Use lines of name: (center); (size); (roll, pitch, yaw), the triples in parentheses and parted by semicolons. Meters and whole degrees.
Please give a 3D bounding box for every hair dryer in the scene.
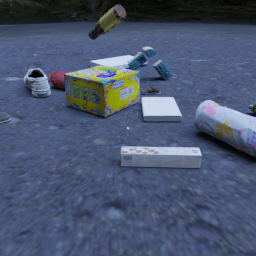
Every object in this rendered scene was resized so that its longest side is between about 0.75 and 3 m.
hair dryer: (-2.502, -2.301, 12.714); (2.086, 0.744, 2.739); (-6, 27, -16)

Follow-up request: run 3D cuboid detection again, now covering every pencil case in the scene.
pencil case: (2.892, 0.000, 7.539); (1.048, 0.960, 2.310); (-8, 26, -33)

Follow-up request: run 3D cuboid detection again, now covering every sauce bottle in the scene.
sauce bottle: (-0.778, -3.666, 9.867); (1.667, 0.550, 0.550); (-20, 5, 45)

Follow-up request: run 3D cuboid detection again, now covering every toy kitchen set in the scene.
toy kitchen set: (0.754, -2.523, 13.304); (2.227, 1.784, 1.312); (-37, 26, 7)

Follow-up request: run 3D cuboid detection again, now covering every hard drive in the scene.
hard drive: (-0.543, -3.752, 16.239); (2.862, 0.363, 1.888); (-19, 31, -35)
hard drive: (1.124, -0.685, 9.824); (1.224, 0.244, 1.856); (0, 25, 0)

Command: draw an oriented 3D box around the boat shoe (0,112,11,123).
boat shoe: (-4.604, -0.403, 8.979); (1.583, 0.451, 0.529); (-2, 25, -5)

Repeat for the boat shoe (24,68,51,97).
boat shoe: (-4.001, -2.137, 12.145); (0.993, 0.907, 2.760); (-10, 27, -19)

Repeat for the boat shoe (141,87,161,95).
boat shoe: (0.946, -1.566, 11.652); (0.819, 0.296, 0.296); (-1, 25, -2)

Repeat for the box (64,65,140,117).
box: (-0.924, -1.439, 10.295); (1.936, 1.226, 2.010); (17, 29, 34)

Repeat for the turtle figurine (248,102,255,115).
turtle figurine: (4.521, -0.717, 9.395); (0.804, 0.579, 0.780); (-39, 50, -2)

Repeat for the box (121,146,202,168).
box: (0.770, 0.699, 6.715); (1.900, 0.394, 0.368); (0, 25, 2)
